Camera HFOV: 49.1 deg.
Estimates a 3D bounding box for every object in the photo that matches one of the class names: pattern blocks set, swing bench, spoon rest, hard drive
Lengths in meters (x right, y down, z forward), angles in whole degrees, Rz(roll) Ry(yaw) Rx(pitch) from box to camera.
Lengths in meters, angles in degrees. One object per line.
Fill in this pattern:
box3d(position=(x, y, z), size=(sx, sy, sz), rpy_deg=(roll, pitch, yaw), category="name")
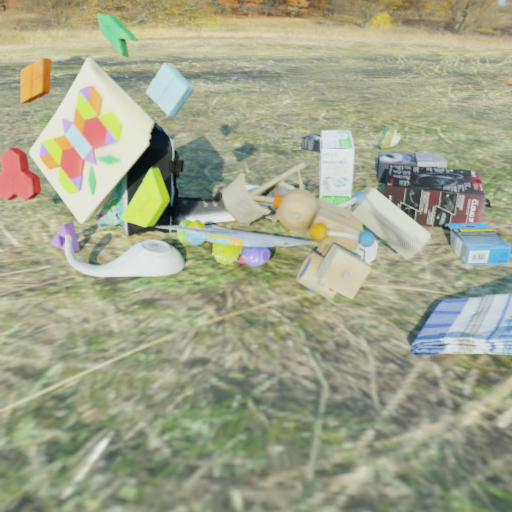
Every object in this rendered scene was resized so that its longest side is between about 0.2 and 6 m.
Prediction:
box3d(position=(-3.024, -1.988, 9.981), size=(3.771, 4.290, 0.348), rpy_deg=(38, 25, 14), category="pattern blocks set")
box3d(position=(0.192, -1.148, 11.160), size=(1.424, 0.924, 1.416), rpy_deg=(-12, -2, -17), category="swing bench")
box3d(position=(-2.345, 0.054, 10.074), size=(2.123, 0.644, 1.055), rpy_deg=(6, 25, -19), category="spoon rest")
box3d(position=(0.133, -1.405, 13.175), size=(1.168, 0.148, 0.770), rpy_deg=(7, 35, 11), category="hard drive")

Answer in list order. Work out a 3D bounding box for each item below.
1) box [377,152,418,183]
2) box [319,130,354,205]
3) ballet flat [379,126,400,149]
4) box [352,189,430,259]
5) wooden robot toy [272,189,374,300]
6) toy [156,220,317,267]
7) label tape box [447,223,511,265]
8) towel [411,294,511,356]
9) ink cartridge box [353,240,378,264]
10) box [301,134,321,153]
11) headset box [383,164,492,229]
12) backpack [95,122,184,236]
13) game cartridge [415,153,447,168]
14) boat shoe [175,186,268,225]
box3d(position=(3.664, -2.299, 14.577), size=(0.972, 0.599, 0.964), rpy_deg=(4, 28, 9), category="box")
box3d(position=(1.859, -2.093, 13.252), size=(0.772, 1.409, 1.597), rpy_deg=(2, 26, 5), category="box")
box3d(position=(4.183, -3.656, 17.382), size=(0.576, 0.576, 1.630), rpy_deg=(8, 27, 15), category="ballet flat")
box3d(position=(2.189, -0.514, 9.109), size=(1.190, 0.489, 0.407), rpy_deg=(39, 68, 6), category="box")
box3d(position=(0.870, -0.371, 9.234), size=(1.548, 1.503, 3.411), rpy_deg=(28, 26, -7), category="wooden robot toy")
box3d(position=(-0.426, -0.174, 10.163), size=(2.655, 0.627, 1.529), rpy_deg=(15, 13, 41), category="toy")
box3d(position=(4.220, -0.240, 10.739), size=(0.820, 0.360, 1.137), rpy_deg=(-1, 27, -2), category="label tape box")
box3d(position=(3.443, 0.857, 7.706), size=(2.315, 0.276, 1.700), rpy_deg=(-10, 16, 39), category="towel")
box3d(position=(1.690, -0.056, 10.329), size=(0.684, 0.401, 0.935), rpy_deg=(24, 34, 38), category="ink cartridge box")
box3d(position=(1.816, -3.431, 17.042), size=(0.641, 0.404, 0.652), rpy_deg=(21, 33, 32), category="box")
box3d(position=(3.960, -1.312, 12.297), size=(2.262, 0.874, 1.683), rpy_deg=(8, 28, 13), category="headset box")
box3d(position=(-2.564, -1.680, 11.597), size=(1.881, 2.218, 2.499), rpy_deg=(-1, 22, -13), category="backpack")
box3d(position=(4.510, -2.656, 15.690), size=(1.418, 0.272, 0.919), rpy_deg=(-2, 31, -4), category="game cartridge")
box3d(position=(-0.757, -1.161, 12.129), size=(2.087, 0.691, 0.730), rpy_deg=(-9, 22, -13), category="boat shoe")
